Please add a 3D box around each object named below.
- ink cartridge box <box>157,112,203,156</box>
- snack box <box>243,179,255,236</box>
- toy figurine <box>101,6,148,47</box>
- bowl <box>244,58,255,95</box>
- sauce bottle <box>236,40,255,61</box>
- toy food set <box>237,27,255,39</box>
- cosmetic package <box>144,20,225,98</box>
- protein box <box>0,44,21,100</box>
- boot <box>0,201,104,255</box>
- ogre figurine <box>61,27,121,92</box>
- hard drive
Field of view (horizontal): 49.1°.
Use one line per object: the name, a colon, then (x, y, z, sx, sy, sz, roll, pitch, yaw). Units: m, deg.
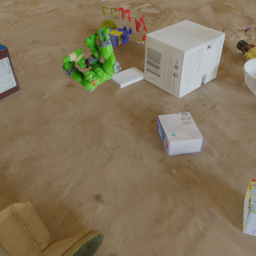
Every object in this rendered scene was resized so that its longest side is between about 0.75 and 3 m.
ink cartridge box: (1.475, 0.070, 8.294, 1.014, 0.568, 1.487, -6, 42, -7)
snack box: (2.760, 1.735, 6.149, 0.316, 0.788, 0.934, 10, 42, 18)
toy figurine: (-0.728, -4.616, 13.225, 2.950, 1.556, 1.767, 27, 52, 30)
bowl: (5.117, -1.635, 10.032, 2.101, 0.944, 2.101, 1, 40, 0)
sauce bottle: (5.425, -3.139, 12.023, 0.725, 0.725, 2.195, -7, 39, -9)
toy food set: (3.985, -2.816, 8.411, 0.817, 0.202, 1.285, -16, 44, -34)
cosmetic package: (2.057, -2.651, 10.504, 2.274, 1.875, 1.876, -30, 49, -29)
protein box: (-5.755, -1.916, 9.728, 2.570, 1.747, 2.589, 27, 47, 28)
boot: (-1.715, 2.143, 5.802, 1.692, 0.639, 1.932, -30, 48, -31)
ogre figurine: (-0.741, -1.367, 5.973, 1.513, 0.907, 0.742, -33, 9, 21)
hard drive: (-0.022, -2.018, 11.091, 1.274, 0.170, 0.841, -27, 47, -27)
